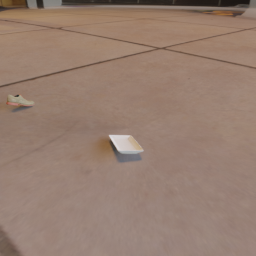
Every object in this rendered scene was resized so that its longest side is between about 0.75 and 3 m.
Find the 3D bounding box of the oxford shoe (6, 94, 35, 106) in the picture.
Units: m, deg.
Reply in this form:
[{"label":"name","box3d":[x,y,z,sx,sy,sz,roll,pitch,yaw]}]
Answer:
[{"label":"oxford shoe","box3d":[-3.663,-0.959,9.664,0.366,0.389,1.039,9,6,33]}]

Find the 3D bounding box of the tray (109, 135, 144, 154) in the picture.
[{"label":"tray","box3d":[-0.082,0.428,7.329,0.670,0.138,1.248,3,15,-15]}]
